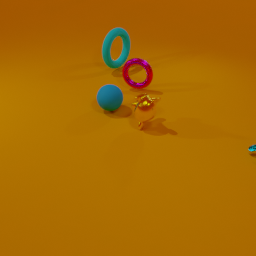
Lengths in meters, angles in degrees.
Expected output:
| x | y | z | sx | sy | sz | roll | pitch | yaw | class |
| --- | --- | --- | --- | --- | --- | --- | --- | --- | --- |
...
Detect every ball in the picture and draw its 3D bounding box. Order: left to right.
| x | y | z | sx | sy | sz | roll | pitch | yaw | class |
| --- | --- | --- | --- | --- | --- | --- | --- | --- | --- |
| -0.567 | -0.955 | 8.832 | 0.837 | 0.837 | 0.837 | 0 | 36 | 0 | ball |

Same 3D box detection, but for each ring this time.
| x | y | z | sx | sy | sz | roll | pitch | yaw | class |
| --- | --- | --- | --- | --- | --- | --- | --- | --- | --- |
| -0.446 | -3.175 | 11.202 | 0.321 | 1.605 | 1.605 | 23 | 42 | 31 | ring |
| 0.330 | -1.898 | 9.824 | 1.129 | 1.129 | 0.226 | 11 | 35 | 15 | ring |

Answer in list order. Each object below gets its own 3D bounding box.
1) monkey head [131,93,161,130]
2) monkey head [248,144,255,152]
| x | y | z | sx | sy | sz | roll | pitch | yaw | class |
| --- | --- | --- | --- | --- | --- | --- | --- | --- | --- |
| 0.582 | -0.564 | 8.065 | 0.890 | 1.237 | 0.746 | -9 | 52 | -39 | monkey head |
| 3.631 | 0.485 | 7.057 | 1.014 | 0.611 | 0.730 | 16 | 60 | 11 | monkey head |
